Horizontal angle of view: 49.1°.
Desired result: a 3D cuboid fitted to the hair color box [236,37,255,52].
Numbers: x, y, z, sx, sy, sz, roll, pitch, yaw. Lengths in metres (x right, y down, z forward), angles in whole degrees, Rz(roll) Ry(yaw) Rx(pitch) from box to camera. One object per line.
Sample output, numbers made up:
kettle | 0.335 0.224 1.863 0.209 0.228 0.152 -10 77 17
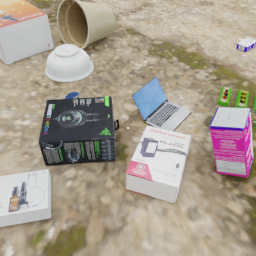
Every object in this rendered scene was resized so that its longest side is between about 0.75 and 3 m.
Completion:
hair color box | 5.279 -3.702 12.435 0.892 0.289 0.487 -33 51 -27

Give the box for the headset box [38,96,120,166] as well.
headset box | -1.279 0.037 7.961 2.081 0.965 1.812 -3 43 -3

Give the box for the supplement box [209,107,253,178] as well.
supplement box | 2.622 0.369 7.027 0.825 1.596 0.808 5 41 32

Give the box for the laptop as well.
laptop | 1.101 -0.741 8.877 1.466 0.850 1.373 28 51 27

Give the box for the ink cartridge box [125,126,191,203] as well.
ink cartridge box | 0.818 0.863 7.244 1.276 0.743 1.763 13 45 14

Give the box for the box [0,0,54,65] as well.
box | -5.011 -4.333 12.166 2.238 1.563 2.939 -31 51 -29

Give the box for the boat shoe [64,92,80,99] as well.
boat shoe | -1.918 -0.797 9.232 0.425 0.426 1.177 7 37 16

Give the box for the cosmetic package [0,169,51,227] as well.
cosmetic package | -2.660 1.642 6.581 1.623 0.419 1.224 -8 36 -10

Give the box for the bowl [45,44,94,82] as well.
bowl | -2.326 -2.664 10.915 1.935 0.870 1.935 1 43 -1

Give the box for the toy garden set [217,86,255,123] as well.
toy garden set | 4.030 -0.716 9.154 2.119 0.423 1.766 15 45 16

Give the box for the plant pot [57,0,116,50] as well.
plant pot | -1.685 -4.646 12.362 2.134 2.134 1.954 33 42 30
